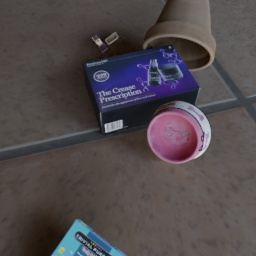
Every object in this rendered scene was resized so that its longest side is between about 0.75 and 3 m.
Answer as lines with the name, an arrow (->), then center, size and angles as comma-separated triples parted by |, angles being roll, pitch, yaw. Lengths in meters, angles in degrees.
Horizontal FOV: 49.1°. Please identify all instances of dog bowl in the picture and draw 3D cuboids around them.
dog bowl -> 1.182, 0.162, 6.899 | 1.607, 1.607, 0.592 | 26, 28, 19

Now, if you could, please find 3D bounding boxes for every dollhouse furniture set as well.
dollhouse furniture set -> -0.843, -3.285, 10.026 | 0.830, 0.589, 0.658 | -34, 81, 7

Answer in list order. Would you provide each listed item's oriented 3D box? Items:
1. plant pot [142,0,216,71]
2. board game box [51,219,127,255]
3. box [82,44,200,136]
plant pot -> 1.733, -3.135, 8.807 | 2.242, 2.242, 1.955 | 12, 78, 9
board game box -> -0.959, 2.812, 5.287 | 1.252, 0.389, 1.659 | 32, 76, 14
box -> 0.319, -1.205, 8.325 | 2.883, 1.137, 2.035 | -15, 54, -11
